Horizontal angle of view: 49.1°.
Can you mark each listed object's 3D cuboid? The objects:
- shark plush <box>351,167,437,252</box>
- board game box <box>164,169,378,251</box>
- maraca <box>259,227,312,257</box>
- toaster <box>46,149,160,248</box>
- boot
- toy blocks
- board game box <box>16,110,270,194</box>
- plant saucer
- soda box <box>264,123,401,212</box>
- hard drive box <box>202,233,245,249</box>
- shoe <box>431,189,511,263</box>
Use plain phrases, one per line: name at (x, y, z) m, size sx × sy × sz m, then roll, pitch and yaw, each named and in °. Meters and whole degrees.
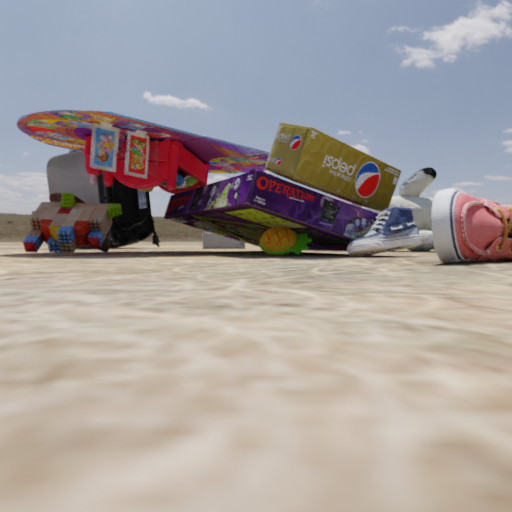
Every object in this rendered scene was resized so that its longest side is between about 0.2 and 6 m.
shark plush at (3.042, -0.396, 14.104) m, size 4.455 × 2.024 × 1.855 m, roll -20°, pitch -25°, yaw 16°
board game box at (0.180, -0.768, 11.819) m, size 3.024 × 0.814 × 5.038 m, roll 21°, pitch -8°, yaw -24°
maraca at (0.510, -0.245, 10.021) m, size 0.952 × 0.509 × 0.652 m, roll 6°, pitch 48°, yaw 23°
toaster at (-4.836, -1.755, 18.120) m, size 2.095 × 3.531 × 3.193 m, roll -2°, pitch 8°, yaw 16°
boot at (2.137, -0.431, 9.648) m, size 1.579 × 0.713 × 0.575 m, roll -7°, pitch -12°, yaw -33°
toy blocks at (-3.504, -0.507, 10.427) m, size 1.759 × 0.879 × 1.202 m, roll 2°, pitch 34°, yaw 1°
board game box at (-2.278, -1.828, 12.113) m, size 5.508 × 1.072 × 4.352 m, roll 7°, pitch -2°, yaw -36°
plant saucer at (-3.757, -0.810, 12.246) m, size 0.314 × 1.719 × 1.719 m, roll -42°, pitch -1°, yaw 4°
soda box at (1.428, -1.529, 10.019) m, size 2.588 × 0.877 × 0.829 m, roll 13°, pitch 7°, yaw -40°
hard drive box at (-1.016, -0.462, 17.398) m, size 1.295 × 0.497 × 1.009 m, roll 0°, pitch 1°, yaw -7°
shoe at (3.286, -0.391, 7.526) m, size 1.237 × 0.972 × 2.720 m, roll -2°, pitch -3°, yaw 33°
